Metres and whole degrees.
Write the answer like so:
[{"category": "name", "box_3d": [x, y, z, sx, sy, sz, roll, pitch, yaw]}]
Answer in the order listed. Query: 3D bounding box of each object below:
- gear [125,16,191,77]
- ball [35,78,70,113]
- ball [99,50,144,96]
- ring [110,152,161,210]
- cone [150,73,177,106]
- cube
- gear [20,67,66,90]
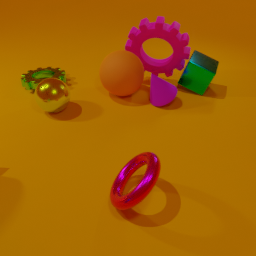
[{"category": "gear", "box_3d": [0.872, -2.328, 8.282, 1.876, 1.876, 0.347, 8, 52, 10]}, {"category": "ball", "box_3d": [-2.024, -0.877, 7.533, 0.932, 0.932, 0.932, 0, 39, 0]}, {"category": "ball", "box_3d": [-0.180, -1.578, 8.094, 1.296, 1.296, 1.296, 0, 39, 0]}, {"category": "ring", "box_3d": [0.121, 0.961, 5.213, 0.247, 1.234, 1.234, 41, 37, -18]}, {"category": "cone", "box_3d": [0.819, -1.194, 7.742, 0.845, 0.849, 0.845, -19, 43, 19]}, {"category": "cube", "box_3d": [2.110, -1.661, 8.395, 0.839, 0.839, 0.839, 27, 43, 4]}, {"category": "gear", "box_3d": [-2.639, -1.563, 8.802, 1.354, 0.251, 1.354, -1, 33, 1]}]
